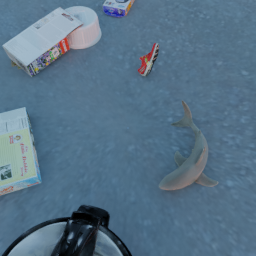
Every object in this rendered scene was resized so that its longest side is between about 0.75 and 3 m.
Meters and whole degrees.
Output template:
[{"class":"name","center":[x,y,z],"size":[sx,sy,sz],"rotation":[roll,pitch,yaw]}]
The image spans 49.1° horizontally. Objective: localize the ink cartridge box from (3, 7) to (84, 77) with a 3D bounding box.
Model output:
[{"class":"ink cartridge box","center":[-2.945,-3.152,10.105],"size":[1.437,0.664,2.638],"rotation":[39,70,21]}]

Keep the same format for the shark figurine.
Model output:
[{"class":"shark figurine","center":[1.839,0.521,7.568],"size":[1.543,1.077,2.582],"rotation":[12,58,7]}]

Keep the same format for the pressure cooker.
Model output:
[{"class":"pressure cooker","center":[-1.008,2.938,4.777],"size":[2.536,2.839,2.497],"rotation":[-23,58,-16]}]

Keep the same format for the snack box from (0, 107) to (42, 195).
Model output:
[{"class":"snack box","center":[-3.359,0.604,7.837],"size":[1.421,0.454,2.447],"rotation":[-16,57,-11]}]

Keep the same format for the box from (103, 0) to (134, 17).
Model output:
[{"class":"box","center":[-0.375,-5.427,12.090],"size":[1.028,0.358,1.726],"rotation":[15,55,10]}]

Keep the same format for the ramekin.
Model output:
[{"class":"ramekin","center":[-1.896,-3.899,10.736],"size":[1.698,0.828,1.698],"rotation":[0,55,0]}]

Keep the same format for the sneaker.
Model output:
[{"class":"sneaker","center":[0.657,-2.344,9.473],"size":[0.500,1.179,0.454],"rotation":[31,25,12]}]

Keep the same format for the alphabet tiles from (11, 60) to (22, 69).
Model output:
[{"class":"alphabet tiles","center":[-3.675,-2.580,10.303],"size":[1.206,0.038,1.003],"rotation":[-14,56,-9]}]
